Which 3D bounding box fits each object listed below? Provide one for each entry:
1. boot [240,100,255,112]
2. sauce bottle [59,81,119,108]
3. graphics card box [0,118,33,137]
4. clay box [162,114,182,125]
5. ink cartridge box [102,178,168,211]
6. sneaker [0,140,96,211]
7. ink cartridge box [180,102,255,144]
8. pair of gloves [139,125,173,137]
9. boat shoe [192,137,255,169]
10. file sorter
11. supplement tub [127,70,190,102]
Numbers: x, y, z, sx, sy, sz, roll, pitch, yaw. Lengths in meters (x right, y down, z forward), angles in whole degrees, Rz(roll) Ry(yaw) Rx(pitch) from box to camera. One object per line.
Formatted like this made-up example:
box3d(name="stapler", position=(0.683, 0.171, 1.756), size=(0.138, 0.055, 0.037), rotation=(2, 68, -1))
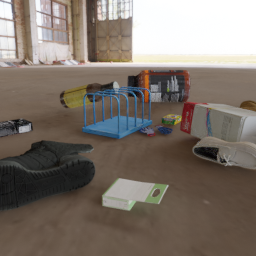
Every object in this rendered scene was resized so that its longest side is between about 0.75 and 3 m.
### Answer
box3d(name="boot", position=(4.151, -0.641, 10.297), size=(1.609, 0.532, 1.409), rotation=(-7, 17, -22))
box3d(name="sauce bottle", position=(-1.522, -1.327, 11.068), size=(2.459, 0.796, 0.796), rotation=(-8, 11, 26))
box3d(name="graphics card box", position=(-3.561, -0.009, 8.363), size=(1.189, 0.302, 0.746), rotation=(-16, 21, -41))
box3d(name="clay box", position=(1.549, -0.316, 9.686), size=(0.487, 0.202, 0.847), rotation=(9, 18, 28))
box3d(name="ink cartridge box", position=(0.129, 1.078, 4.503), size=(0.915, 0.219, 0.666), rotation=(6, 16, 20))
box3d(name="sneaker", position=(-1.604, 0.702, 5.007), size=(2.539, 0.763, 1.324), rotation=(-4, 15, -33))
box3d(name="ink cartridge box", position=(2.588, -0.067, 7.189), size=(1.516, 0.862, 2.081), rotation=(2, 13, -26))
box3d(name="pair of gloves", position=(0.847, 0.083, 8.418), size=(0.966, 0.110, 0.776), rotation=(-5, 18, -15))
box3d(name="boat shoe", position=(2.074, 0.549, 5.897), size=(0.562, 0.590, 1.640), rotation=(-26, 28, -29))
box3d(name="file sorter", position=(-0.297, -0.572, 8.730), size=(1.368, 1.209, 1.971), rotation=(9, 18, 31))
box3d(name="supplement tub", position=(1.421, -1.999, 13.350), size=(2.883, 1.542, 1.542), rotation=(1, 15, 2))
